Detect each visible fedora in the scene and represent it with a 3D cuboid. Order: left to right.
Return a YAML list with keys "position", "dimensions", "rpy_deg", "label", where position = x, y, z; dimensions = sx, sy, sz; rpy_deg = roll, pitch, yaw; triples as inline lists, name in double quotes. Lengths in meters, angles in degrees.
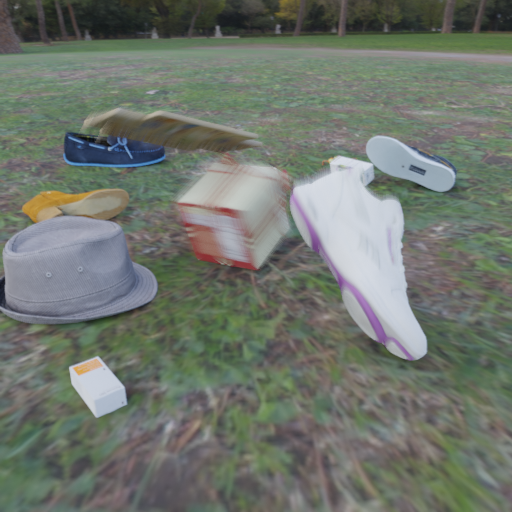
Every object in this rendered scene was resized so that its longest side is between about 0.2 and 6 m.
- position: [-2.993, 0.086, 9.186]
  dimensions: [2.628, 1.187, 2.324]
  rpy_deg: [-6, 26, -12]
  label: "fedora"

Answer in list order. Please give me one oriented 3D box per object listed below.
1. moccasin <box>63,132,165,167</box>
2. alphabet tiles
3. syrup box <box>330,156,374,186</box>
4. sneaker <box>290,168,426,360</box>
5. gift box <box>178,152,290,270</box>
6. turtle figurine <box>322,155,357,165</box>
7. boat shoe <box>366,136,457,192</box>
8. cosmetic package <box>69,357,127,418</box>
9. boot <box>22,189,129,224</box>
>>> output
- position: [-4.107, -3.125, 16.083]
  dimensions: [2.911, 0.993, 1.171]
  rpy_deg: [-3, 26, -5]
  label: "moccasin"
- position: [-1.498, -2.287, 10.469]
  dimensions: [2.985, 0.095, 2.484]
  rpy_deg: [4, 1, -37]
  label: "alphabet tiles"
- position: [2.527, -2.254, 14.812]
  dimensions: [1.113, 0.438, 0.453]
  rpy_deg: [22, 50, 38]
  label: "syrup box"
- position: [1.693, 0.013, 7.800]
  dimensions: [1.452, 2.916, 1.092]
  rpy_deg: [-28, -12, -8]
  label: "sneaker"
- position: [-0.300, -0.891, 10.264]
  dimensions: [1.562, 1.692, 1.580]
  rpy_deg: [13, 44, 25]
  label: "gift box"
- position: [2.346, -2.600, 15.430]
  dimensions: [0.846, 0.338, 1.049]
  rpy_deg: [7, 1, 29]
  label: "turtle figurine"
- position: [4.024, -2.407, 14.511]
  dimensions: [2.391, 0.846, 1.085]
  rpy_deg: [30, 28, 13]
  label: "boat shoe"
- position: [-1.989, 1.627, 7.017]
  dimensions: [0.407, 0.286, 0.803]
  rpy_deg: [-19, 32, -34]
  label: "cosmetic package"
- position: [-4.015, -1.209, 12.419]
  dimensions: [2.020, 0.711, 1.446]
  rpy_deg: [-25, 36, -33]
  label: "boot"
